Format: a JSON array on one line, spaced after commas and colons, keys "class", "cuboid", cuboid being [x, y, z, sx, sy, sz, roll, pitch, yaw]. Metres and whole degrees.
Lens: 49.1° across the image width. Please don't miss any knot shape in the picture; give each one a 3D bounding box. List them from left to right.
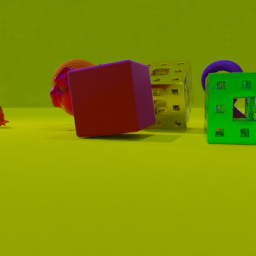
[{"class": "knot shape", "cuboid": [2.602, -0.960, 7.682, 0.876, 1.773, 1.895, -9, 9, -3]}]

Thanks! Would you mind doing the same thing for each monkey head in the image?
[{"class": "monkey head", "cuboid": [-1.377, -1.027, 7.689, 1.182, 1.962, 1.411, 23, 23, -3]}]

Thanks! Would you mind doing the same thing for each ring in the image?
[{"class": "ring", "cuboid": [-1.544, -1.343, 8.734, 1.610, 1.610, 0.322, -1, 26, -11]}]

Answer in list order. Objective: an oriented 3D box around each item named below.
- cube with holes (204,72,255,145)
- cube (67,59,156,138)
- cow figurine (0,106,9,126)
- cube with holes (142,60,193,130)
[{"class": "cube with holes", "cuboid": [2.081, -0.364, 5.236, 1.200, 1.200, 1.200, 1, 5, 12]}, {"class": "cube", "cuboid": [-0.286, -0.603, 5.962, 1.349, 1.349, 1.349, -6, 5, 20]}, {"class": "cow figurine", "cuboid": [-3.946, -0.262, 8.509, 0.499, 0.895, 0.910, -19, -24, -27]}, {"class": "cube with holes", "cuboid": [0.972, -0.907, 7.650, 1.377, 1.377, 1.377, 2, 36, 20]}]
